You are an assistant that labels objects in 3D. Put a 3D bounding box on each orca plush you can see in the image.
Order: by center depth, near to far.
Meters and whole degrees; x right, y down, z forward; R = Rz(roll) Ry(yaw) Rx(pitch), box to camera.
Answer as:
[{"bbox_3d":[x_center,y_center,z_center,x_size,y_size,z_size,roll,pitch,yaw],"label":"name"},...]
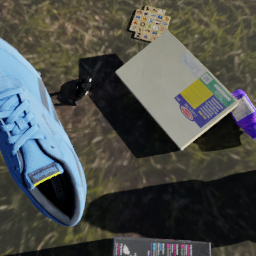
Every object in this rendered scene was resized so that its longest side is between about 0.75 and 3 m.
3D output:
[{"bbox_3d":[-1.280,-1.069,7.489,0.489,0.331,0.930,37,72,14],"label":"orca plush"}]

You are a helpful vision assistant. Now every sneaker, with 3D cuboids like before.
[{"bbox_3d":[-1.196,0.048,3.400,0.858,1.021,2.603,-28,108,-13],"label":"sneaker"}]

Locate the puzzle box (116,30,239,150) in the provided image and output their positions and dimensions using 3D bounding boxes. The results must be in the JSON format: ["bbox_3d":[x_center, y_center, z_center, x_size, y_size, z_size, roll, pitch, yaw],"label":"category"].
[{"bbox_3d":[1.183,-1.019,7.235,1.829,0.350,2.750,-38,73,0],"label":"puzzle box"}]

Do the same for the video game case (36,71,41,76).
[{"bbox_3d":[-3.117,-1.130,7.631,0.946,0.126,1.324,21,69,8],"label":"video game case"}]

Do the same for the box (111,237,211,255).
[{"bbox_3d":[0.594,2.705,5.515,1.851,1.132,0.982,2,69,2],"label":"box"}]

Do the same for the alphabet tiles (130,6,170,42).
[{"bbox_3d":[0.672,-3.168,8.501,1.071,0.041,1.287,15,69,7],"label":"alphabet tiles"}]

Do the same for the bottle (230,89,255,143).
[{"bbox_3d":[2.980,-0.294,7.063,0.571,0.446,1.366,-35,67,24],"label":"bottle"}]
